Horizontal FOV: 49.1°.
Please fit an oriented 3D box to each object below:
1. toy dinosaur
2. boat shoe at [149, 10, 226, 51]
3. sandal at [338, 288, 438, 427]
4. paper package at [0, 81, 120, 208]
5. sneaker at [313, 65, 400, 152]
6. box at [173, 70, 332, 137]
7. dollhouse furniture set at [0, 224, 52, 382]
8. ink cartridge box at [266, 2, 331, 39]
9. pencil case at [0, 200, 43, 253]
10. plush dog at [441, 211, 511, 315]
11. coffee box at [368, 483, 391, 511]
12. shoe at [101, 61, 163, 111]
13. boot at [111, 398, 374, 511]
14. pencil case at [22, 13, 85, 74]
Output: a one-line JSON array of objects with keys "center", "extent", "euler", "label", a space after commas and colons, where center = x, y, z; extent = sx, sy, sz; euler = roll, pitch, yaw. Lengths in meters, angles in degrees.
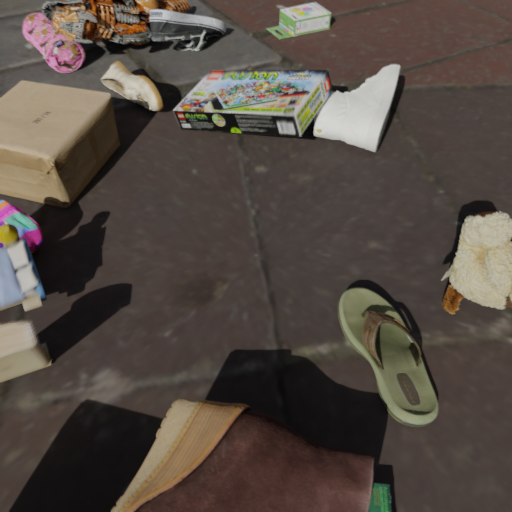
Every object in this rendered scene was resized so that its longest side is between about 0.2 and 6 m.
[{"center": [-3.204, -5.694, 13.104], "extent": [2.791, 2.101, 4.113], "euler": [42, 20, 17], "label": "toy dinosaur"}, {"center": [-1.533, -5.149, 12.955], "extent": [0.838, 0.775, 2.270], "euler": [14, 21, 29], "label": "boat shoe"}, {"center": [1.654, 1.096, 6.827], "extent": [0.789, 0.567, 1.987], "euler": [-13, 46, -13], "label": "sandal"}, {"center": [-3.644, -1.961, 9.553], "extent": [1.962, 1.065, 2.058], "euler": [12, 47, 12], "label": "paper package"}, {"center": [1.872, -3.027, 10.727], "extent": [1.473, 0.939, 2.549], "euler": [15, 46, 13], "label": "sneaker"}, {"center": [-0.087, -2.853, 10.324], "extent": [2.618, 0.455, 1.441], "euler": [11, 52, 31], "label": "box"}, {"center": [-3.398, 0.551, 6.469], "extent": [1.723, 1.191, 1.825], "euler": [-18, 73, -18], "label": "dollhouse furniture set"}, {"center": [1.049, -5.842, 13.908], "extent": [1.448, 0.429, 0.752], "euler": [-20, 48, -19], "label": "ink cartridge box"}, {"center": [-3.955, 0.091, 7.623], "extent": [0.933, 0.933, 2.112], "euler": [23, 49, 22], "label": "pencil case"}, {"center": [3.297, 0.331, 7.202], "extent": [1.415, 1.647, 1.321], "euler": [21, 81, 32], "label": "plush dog"}, {"center": [0.783, 2.588, 5.556], "extent": [1.105, 0.243, 0.679], "euler": [4, 45, 4], "label": "coffee box"}, {"center": [-2.503, -3.332, 11.262], "extent": [0.513, 0.672, 1.922], "euler": [-35, 51, -18], "label": "shoe"}, {"center": [-0.213, 2.593, 4.901], "extent": [2.107, 0.916, 2.532], "euler": [16, 60, 14], "label": "boot"}, {"center": [-4.613, -4.832, 12.660], "extent": [0.793, 0.829, 1.916], "euler": [-53, 53, 12], "label": "pencil case"}]
